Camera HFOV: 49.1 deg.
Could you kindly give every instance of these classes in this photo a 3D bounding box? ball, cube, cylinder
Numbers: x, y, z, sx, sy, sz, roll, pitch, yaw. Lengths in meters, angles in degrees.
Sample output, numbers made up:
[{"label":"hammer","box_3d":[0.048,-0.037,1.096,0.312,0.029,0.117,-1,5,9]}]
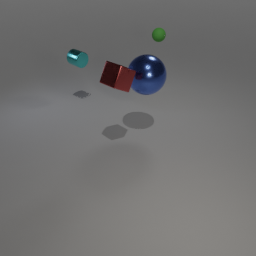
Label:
[{"label":"ball","box_3d":[1.569,-4.741,14.256,0.700,0.700,0.700,0,30,0]},{"label":"cube","box_3d":[-0.315,-1.567,8.562,0.700,0.700,0.700,28,13,39]},{"label":"cylinder","box_3d":[-2.241,-3.097,12.463,0.700,0.700,0.700,27,40,32]},{"label":"ball","box_3d":[0.646,-1.854,9.788,1.400,1.400,1.400,0,30,0]}]
